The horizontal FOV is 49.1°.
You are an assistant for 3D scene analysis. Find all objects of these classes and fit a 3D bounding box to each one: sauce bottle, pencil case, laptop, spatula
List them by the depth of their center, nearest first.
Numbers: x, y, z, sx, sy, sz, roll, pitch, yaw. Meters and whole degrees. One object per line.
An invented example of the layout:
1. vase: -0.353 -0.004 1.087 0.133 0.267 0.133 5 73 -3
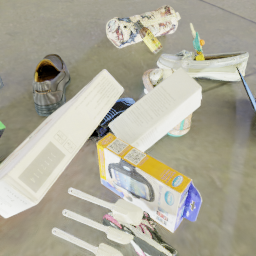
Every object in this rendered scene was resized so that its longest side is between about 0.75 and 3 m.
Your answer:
1. spatula: -0.553 1.614 4.754 1.501 0.121 1.044 13 77 27
2. laptop: 3.785 -0.559 6.885 2.130 1.100 1.888 3 42 4
3. sauce bottle: 0.688 -3.213 9.843 1.276 0.413 0.413 48 45 -14
4. pencil case: 0.614 -3.840 10.547 2.747 1.069 1.229 -24 24 -25

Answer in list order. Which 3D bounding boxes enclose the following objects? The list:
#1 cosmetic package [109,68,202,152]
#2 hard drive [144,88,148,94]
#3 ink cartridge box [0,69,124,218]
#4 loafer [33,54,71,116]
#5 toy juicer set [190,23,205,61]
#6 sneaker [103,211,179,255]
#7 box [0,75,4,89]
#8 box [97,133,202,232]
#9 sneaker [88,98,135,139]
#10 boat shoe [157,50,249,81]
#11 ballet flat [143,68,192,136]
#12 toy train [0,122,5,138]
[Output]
1. cosmetic package: 0.609 -0.286 5.924 1.907 0.969 0.706 -40 68 -3
2. hard drive: 1.292 -1.119 8.200 1.366 0.182 0.901 -26 47 -25
3. ink cartridge box: -1.630 0.361 5.518 0.659 2.595 2.945 46 46 -14
4. loafer: -2.201 -1.543 8.052 1.010 1.003 2.774 -9 42 -8
5. toy juicer set: 2.190 -2.562 8.571 0.327 1.203 0.765 -12 1 22
6. sneaker: 0.264 1.711 4.745 1.412 0.567 0.610 28 47 26
7. box: -4.860 -1.038 7.844 1.628 0.527 2.064 14 43 17
8. box: 0.313 1.024 5.028 2.001 1.191 0.415 29 50 29
9. sneaker: -0.512 -0.157 6.845 1.787 0.627 0.696 -22 49 -14
10. boat shoe: 2.253 -2.043 8.601 2.677 0.859 0.987 9 29 8
11. ballet flat: 1.061 -1.009 7.360 0.918 0.907 2.698 -8 48 -13
12. toy train: -2.875 0.386 5.579 0.439 1.555 0.324 43 30 7
